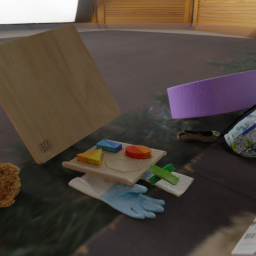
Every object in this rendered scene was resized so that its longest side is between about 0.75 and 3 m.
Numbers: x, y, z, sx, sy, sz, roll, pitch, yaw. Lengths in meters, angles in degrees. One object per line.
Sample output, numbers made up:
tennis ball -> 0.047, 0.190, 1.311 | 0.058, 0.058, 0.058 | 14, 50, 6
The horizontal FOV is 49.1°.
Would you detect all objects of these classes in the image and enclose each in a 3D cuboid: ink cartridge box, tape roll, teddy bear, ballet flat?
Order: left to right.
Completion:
teddy bear -> -3.262, 1.087, 5.519 | 2.118, 0.707, 1.535 | 6, 28, 13
ballet flat -> 2.023, 0.185, 7.906 | 1.275, 0.295, 0.429 | 1, 25, 2
tape roll -> 2.735, -1.017, 8.467 | 2.968, 0.974, 2.968 | -10, 4, 1
ink cartridge box -> 2.296, 1.541, 4.089 | 1.491, 0.497, 0.864 | -30, -4, -36

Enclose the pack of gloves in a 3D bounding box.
pack of gloves -> 0.091, 1.021, 5.996 | 2.109, 0.416, 1.772 | 17, 31, 32

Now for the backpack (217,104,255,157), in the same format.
backpack -> 3.324, -0.064, 6.586 | 1.606, 1.969, 1.514 | -15, 54, -24

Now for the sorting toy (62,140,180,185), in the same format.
sorting toy -> 0.093, 0.694, 6.242 | 2.572, 0.379, 1.901 | 9, 18, 29

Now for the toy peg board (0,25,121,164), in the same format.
toy peg board -> -2.203, -0.910, 7.784 | 2.927, 2.939, 1.437 | -35, 10, -39
